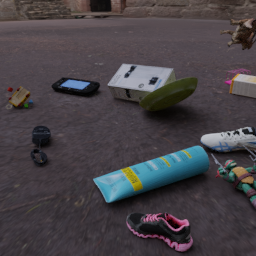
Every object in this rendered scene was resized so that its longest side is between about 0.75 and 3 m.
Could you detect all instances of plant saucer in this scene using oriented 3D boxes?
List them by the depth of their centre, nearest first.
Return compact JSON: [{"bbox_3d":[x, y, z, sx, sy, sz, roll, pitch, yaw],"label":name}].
[{"bbox_3d":[1.620,-1.205,10.797,2.420,0.376,2.420,-21,-10,-4],"label":"plant saucer"}]

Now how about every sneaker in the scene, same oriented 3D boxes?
[{"bbox_3d":[0.622,1.901,5.617,1.397,0.666,0.552,10,30,23],"label":"sneaker"},{"bbox_3d":[3.396,0.308,8.616,2.280,0.826,0.819,1,28,4],"label":"sneaker"}]

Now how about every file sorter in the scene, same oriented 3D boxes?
[{"bbox_3d":[5.768,-2.667,14.655,1.092,0.685,0.759,-16,30,-28],"label":"file sorter"}]

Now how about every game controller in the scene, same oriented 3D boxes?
[{"bbox_3d":[-2.550,-2.038,13.628,2.329,0.490,1.215,11,29,23],"label":"game controller"}]

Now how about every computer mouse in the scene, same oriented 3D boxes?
[{"bbox_3d":[-2.731,0.559,8.757,0.597,0.346,2.036,1,31,-15],"label":"computer mouse"}]

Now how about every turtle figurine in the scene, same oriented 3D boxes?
[{"bbox_3d":[2.875,1.173,6.869,1.257,0.845,1.679,-25,50,-13],"label":"turtle figurine"}]

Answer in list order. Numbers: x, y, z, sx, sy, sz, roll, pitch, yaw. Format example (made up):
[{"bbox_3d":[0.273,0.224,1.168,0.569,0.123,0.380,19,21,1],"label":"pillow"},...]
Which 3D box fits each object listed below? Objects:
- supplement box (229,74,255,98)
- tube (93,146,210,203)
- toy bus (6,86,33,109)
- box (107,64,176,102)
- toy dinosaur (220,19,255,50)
[{"bbox_3d":[5.944,-1.933,13.151,1.944,0.715,1.225,17,31,30],"label":"supplement box"},{"bbox_3d":[0.657,1.171,7.159,2.911,0.734,1.127,-14,17,-18],"label":"tube"},{"bbox_3d":[-4.633,-1.210,11.896,1.069,1.009,0.552,-9,-15,-19],"label":"toy bus"},{"bbox_3d":[0.599,-1.939,12.284,2.633,0.792,1.536,14,58,32],"label":"box"},{"bbox_3d":[4.490,-3.708,10.663,1.421,0.900,2.097,-12,-6,-1],"label":"toy dinosaur"}]
